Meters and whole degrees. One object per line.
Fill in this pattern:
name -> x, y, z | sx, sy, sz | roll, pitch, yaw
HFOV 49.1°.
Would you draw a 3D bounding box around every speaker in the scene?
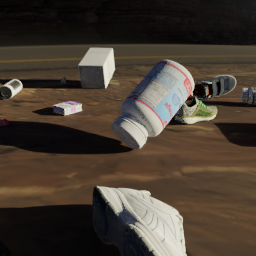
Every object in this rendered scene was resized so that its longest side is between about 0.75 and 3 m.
speaker -> -5.560, -1.839, 13.254 | 0.658, 0.658, 1.620 | -1, 20, -3

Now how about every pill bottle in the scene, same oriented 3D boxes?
pill bottle -> 5.465, -1.333, 11.760 | 1.293, 0.737, 0.737 | 6, 21, 15
pill bottle -> 0.665, -0.639, 7.816 | 1.334, 1.334, 2.452 | 21, 65, 44

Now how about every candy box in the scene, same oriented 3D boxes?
candy box -> -2.347, -0.775, 10.889 | 0.714, 0.304, 0.851 | 16, 26, 37

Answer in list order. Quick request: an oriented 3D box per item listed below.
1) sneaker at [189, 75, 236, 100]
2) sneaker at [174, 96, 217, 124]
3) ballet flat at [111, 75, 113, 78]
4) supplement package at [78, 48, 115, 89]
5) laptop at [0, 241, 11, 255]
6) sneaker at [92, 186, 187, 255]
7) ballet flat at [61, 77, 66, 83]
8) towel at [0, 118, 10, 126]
sneaker -> 3.794, -1.786, 12.685 | 2.478, 0.972, 0.984 | -12, 16, 0
sneaker -> 2.493, -0.704, 9.919 | 1.922, 0.851, 0.739 | -14, 25, -33
ballet flat -> -1.211, -3.050, 16.514 | 0.506, 0.529, 1.503 | 31, 20, -6
supplement package -> -1.658, -3.293, 15.290 | 1.382, 1.365, 2.280 | 4, 38, 10
laptop -> -2.282, 1.724, 4.069 | 0.730, 0.426, 0.824 | 18, 27, 39
sneaker -> 0.373, 1.513, 3.930 | 1.172, 1.003, 2.691 | -4, 21, -25
ballet flat -> -3.788, -2.803, 16.394 | 0.309, 0.309, 0.889 | -5, 22, -12
towel -> -4.520, -0.152, 9.543 | 0.839, 0.094, 0.607 | -16, 25, -36
